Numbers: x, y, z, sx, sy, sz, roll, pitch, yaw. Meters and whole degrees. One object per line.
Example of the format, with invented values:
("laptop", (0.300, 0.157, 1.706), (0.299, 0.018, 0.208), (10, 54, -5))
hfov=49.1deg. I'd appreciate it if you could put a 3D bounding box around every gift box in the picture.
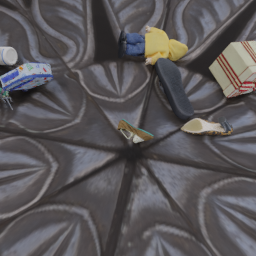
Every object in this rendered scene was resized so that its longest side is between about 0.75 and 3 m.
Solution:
("gift box", (3.056, -1.478, 7.514), (1.165, 1.263, 1.179), (-15, 66, -25))

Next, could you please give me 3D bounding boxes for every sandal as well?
("sandal", (1.104, -1.075, 7.424), (0.785, 0.442, 2.065), (10, 53, -31))

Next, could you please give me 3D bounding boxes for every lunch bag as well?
("lunch bag", (-2.676, -1.306, 7.307), (1.275, 0.482, 1.022), (-16, 3, 34))

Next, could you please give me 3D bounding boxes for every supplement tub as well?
("supplement tub", (-3.796, -2.160, 8.382), (0.810, 0.534, 0.534), (8, 53, 22))

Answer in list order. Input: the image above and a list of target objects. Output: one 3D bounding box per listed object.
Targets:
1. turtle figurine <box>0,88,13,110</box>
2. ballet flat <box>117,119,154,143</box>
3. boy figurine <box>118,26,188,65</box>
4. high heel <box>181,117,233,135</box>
("turtle figurine", (-3.721, -0.791, 7.335), (1.600, 0.806, 1.198), (25, 50, 27))
("ballet flat", (0.137, 0.131, 6.693), (1.008, 0.342, 0.364), (29, 83, 27))
("boy figurine", (0.750, -2.439, 8.281), (2.051, 0.661, 1.275), (0, 73, -16))
("high heel", (1.982, 0.058, 6.994), (1.159, 0.826, 0.414), (-11, 62, 31))
